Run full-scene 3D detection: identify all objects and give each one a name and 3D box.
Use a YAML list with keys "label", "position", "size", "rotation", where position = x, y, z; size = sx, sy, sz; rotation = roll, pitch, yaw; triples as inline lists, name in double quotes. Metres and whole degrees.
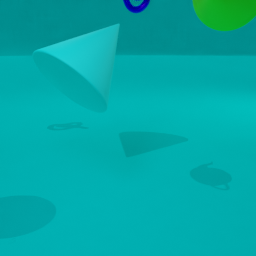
- label: "cone"
  position: [-0.420, -0.966, 3.613]
  size: [1.103, 1.103, 1.107]
  rotation: [17, 66, 45]
- label: "knot shape"
  position: [0.112, -3.626, 7.414]
  size: [1.111, 0.513, 1.040]
  rotation: [23, 61, -2]
- label: "cone"
  position: [1.922, -2.795, 5.827]
  size: [1.662, 1.662, 1.668]
  rotation: [8, 27, 27]
